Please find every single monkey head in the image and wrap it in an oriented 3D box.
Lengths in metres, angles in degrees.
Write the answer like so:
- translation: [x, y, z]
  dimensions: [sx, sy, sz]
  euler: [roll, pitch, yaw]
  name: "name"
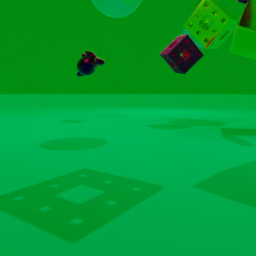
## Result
- translation: [-1.394, -2.350, 10.564]
  dimensions: [1.017, 0.852, 1.414]
  euler: [16, -16, -32]
  name: "monkey head"

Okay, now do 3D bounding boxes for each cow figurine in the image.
- translation: [2.751, -3.680, 11.675]
  dimensions: [0.960, 0.527, 0.944]
  euler: [1, 41, -37]
  name: "cow figurine"

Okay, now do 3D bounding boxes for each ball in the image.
- translation: [-0.280, -3.411, 6.845]
  dimensions: [1.338, 1.338, 1.338]
  euler: [0, 8, 0]
  name: "ball"

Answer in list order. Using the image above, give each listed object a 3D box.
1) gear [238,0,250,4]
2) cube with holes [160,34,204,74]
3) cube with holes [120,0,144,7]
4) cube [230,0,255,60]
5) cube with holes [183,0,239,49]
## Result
- translation: [3.269, -3.954, 7.351]
  dimensions: [0.231, 1.252, 1.252]
  euler: [18, 8, 0]
  name: "gear"
- translation: [1.731, -2.388, 9.130]
  dimensions: [0.862, 0.862, 0.862]
  euler: [-44, 18, 3]
  name: "cube with holes"
- translation: [0.262, -2.786, 3.942]
  dimensions: [1.236, 1.236, 1.236]
  euler: [-2, -24, 34]
  name: "cube with holes"
- translation: [3.844, -2.854, 8.165]
  dimensions: [1.205, 1.205, 1.205]
  euler: [23, -15, 18]
  name: "cube"
- translation: [3.218, -3.960, 10.657]
  dimensions: [1.308, 1.308, 1.308]
  euler: [-21, -24, -51]
  name: "cube with holes"
